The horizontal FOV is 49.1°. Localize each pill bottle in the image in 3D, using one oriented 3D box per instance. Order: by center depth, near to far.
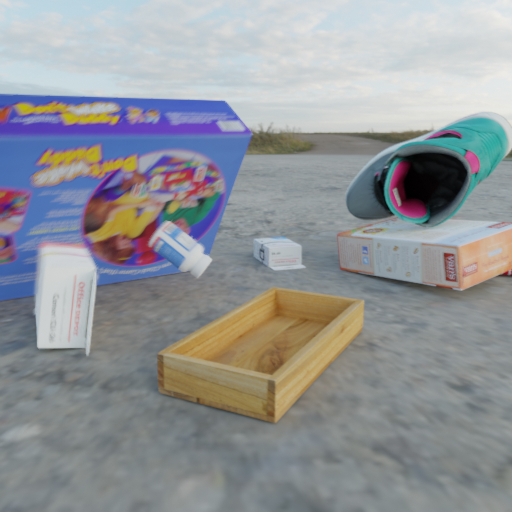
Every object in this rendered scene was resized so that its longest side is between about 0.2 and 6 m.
[{"bbox_3d":[-1.006,-0.064,7.544,0.794,0.446,0.446,39,16,-1],"label":"pill bottle"}]

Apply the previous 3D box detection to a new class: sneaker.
[{"bbox_3d":[2.476,-1.125,9.374,3.276,1.370,1.978,-28,6,46],"label":"sneaker"}]

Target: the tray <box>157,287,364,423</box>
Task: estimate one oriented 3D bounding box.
[{"bbox_3d":[0.183,0.891,5.811,1.186,0.445,2.405,7,16,27],"label":"tray"}]

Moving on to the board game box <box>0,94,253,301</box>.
[{"bbox_3d":[-2.351,-0.784,7.826,4.091,2.751,0.916,-8,48,-33],"label":"board game box"}]

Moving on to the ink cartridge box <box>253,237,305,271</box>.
[{"bbox_3d":[0.415,-0.054,10.043,0.631,0.364,1.090,-4,14,-18],"label":"ink cartridge box"}]

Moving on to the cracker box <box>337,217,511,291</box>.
[{"bbox_3d":[2.717,-0.118,8.968,1.623,0.699,2.423,-15,14,-33],"label":"cracker box"}]

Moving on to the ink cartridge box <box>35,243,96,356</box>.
[{"bbox_3d":[-2.208,0.456,6.412,0.547,0.943,1.620,4,10,-24],"label":"ink cartridge box"}]

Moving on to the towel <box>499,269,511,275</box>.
[{"bbox_3d":[3.940,0.107,9.701,1.926,0.217,1.393,1,15,11],"label":"towel"}]
